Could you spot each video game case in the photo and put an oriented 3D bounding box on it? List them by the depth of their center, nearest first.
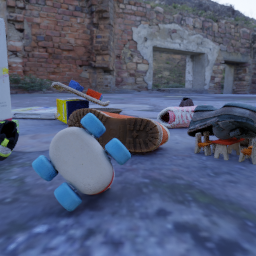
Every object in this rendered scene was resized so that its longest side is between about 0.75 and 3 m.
[{"bbox_3d":[-3.929,-0.739,13.237,2.653,0.321,2.914,2,9,14],"label":"video game case"}]

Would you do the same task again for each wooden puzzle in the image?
[{"bbox_3d":[-1.674,-1.342,10.625,2.093,0.485,1.939,19,1,-5],"label":"wooden puzzle"}]

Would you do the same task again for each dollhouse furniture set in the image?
[{"bbox_3d":[2.181,0.232,5.767,1.234,0.636,1.221,8,12,43],"label":"dollhouse furniture set"}]

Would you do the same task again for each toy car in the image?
[{"bbox_3d":[-0.506,0.506,3.639,0.902,0.940,1.020,44,-10,20],"label":"toy car"}]

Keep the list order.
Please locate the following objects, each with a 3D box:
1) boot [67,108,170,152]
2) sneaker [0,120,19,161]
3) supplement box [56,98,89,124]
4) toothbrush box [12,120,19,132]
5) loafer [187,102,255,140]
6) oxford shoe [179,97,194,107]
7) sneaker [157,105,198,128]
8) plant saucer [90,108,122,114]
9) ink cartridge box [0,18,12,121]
[{"bbox_3d":[-0.219,0.082,6.484,2.385,0.895,1.279,10,5,25],"label":"boot"},{"bbox_3d":[-2.253,0.101,5.346,0.502,0.580,1.400,32,13,-27],"label":"sneaker"},{"bbox_3d":[-2.193,-0.692,11.016,0.869,0.874,1.596,-5,11,-27],"label":"supplement box"},{"bbox_3d":[-3.678,0.014,8.002,0.681,0.403,0.936,2,10,13],"label":"toothbrush box"},{"bbox_3d":[1.951,-0.010,5.687,0.847,0.741,2.357,33,-4,-13],"label":"loafer"},{"bbox_3d":[3.170,-1.259,15.026,0.792,0.807,2.224,0,9,-2],"label":"oxford shoe"},{"bbox_3d":[1.903,-0.356,9.268,1.982,0.746,1.036,-3,2,28],"label":"sneaker"},{"bbox_3d":[-1.375,-0.729,13.163,2.251,0.332,2.251,-1,8,0],"label":"plant saucer"},{"bbox_3d":[-3.862,-0.876,5.602,2.067,2.858,2.076,2,9,15],"label":"ink cartridge box"}]
